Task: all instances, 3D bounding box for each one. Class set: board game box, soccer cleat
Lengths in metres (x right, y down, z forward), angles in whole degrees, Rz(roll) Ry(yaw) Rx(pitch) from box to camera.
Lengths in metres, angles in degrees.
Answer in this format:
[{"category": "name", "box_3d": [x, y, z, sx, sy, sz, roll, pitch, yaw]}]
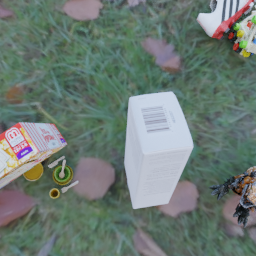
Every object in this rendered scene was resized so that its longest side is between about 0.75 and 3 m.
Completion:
[{"category": "board game box", "box_3d": [-2.900, 0.948, 5.953, 2.923, 2.214, 0.677, -33, 90, 0]}, {"category": "soccer cleat", "box_3d": [3.006, -3.600, 8.153, 1.037, 0.835, 2.435, 42, 77, 6]}]

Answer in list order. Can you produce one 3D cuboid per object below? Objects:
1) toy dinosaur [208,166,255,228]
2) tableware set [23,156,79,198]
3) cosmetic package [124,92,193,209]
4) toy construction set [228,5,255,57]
[{"category": "toy dinosaur", "box_3d": [2.868, 1.381, 6.359, 1.481, 2.182, 1.115, -50, 52, 29]}, {"category": "tableware set", "box_3d": [-2.134, 1.029, 7.206, 1.128, 0.257, 1.675, -32, 75, -10]}, {"category": "cosmetic package", "box_3d": [0.502, 0.607, 5.956, 0.960, 2.592, 1.318, -7, 56, -7]}, {"category": "toy construction set", "box_3d": [3.426, -2.692, 7.557, 0.944, 1.344, 2.050, 24, 44, 2]}]
